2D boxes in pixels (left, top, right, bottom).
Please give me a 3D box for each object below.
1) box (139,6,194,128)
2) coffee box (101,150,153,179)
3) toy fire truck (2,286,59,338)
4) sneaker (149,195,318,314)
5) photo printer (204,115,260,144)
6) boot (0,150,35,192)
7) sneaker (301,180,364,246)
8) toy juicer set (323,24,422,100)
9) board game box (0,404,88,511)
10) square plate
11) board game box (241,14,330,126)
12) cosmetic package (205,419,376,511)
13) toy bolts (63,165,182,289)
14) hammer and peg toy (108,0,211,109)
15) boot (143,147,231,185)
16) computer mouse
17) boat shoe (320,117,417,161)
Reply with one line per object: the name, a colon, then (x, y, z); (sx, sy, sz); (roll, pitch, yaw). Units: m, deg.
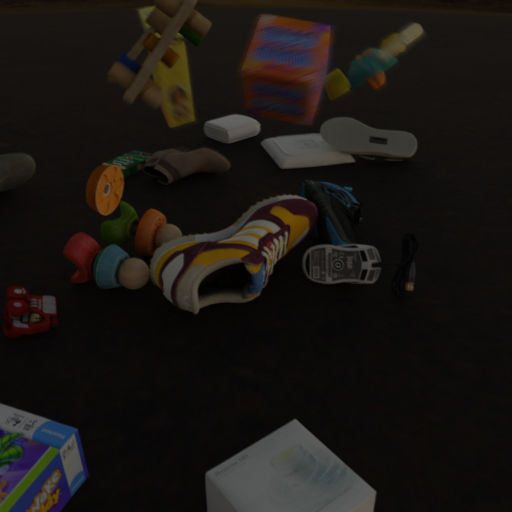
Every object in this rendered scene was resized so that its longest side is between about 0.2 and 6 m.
box: (-1.639, -3.497, 10.538); (0.581, 2.319, 0.873); (-20, 69, -9)
coffee box: (-3.249, -2.361, 14.365); (0.776, 0.278, 1.262); (17, 34, 27)
toy fire truck: (-3.463, 0.884, 8.644); (0.782, 0.522, 0.931); (7, 26, -26)
sneaker: (-0.035, 0.040, 9.429); (3.301, 1.237, 1.487); (-26, 39, -24)
photo printer: (-0.661, -3.799, 16.626); (1.402, 0.487, 1.167); (-25, 38, -35)
boot: (-5.962, -1.347, 12.239); (2.689, 0.910, 1.756); (-24, 43, -24)
sneaker: (1.640, -0.852, 11.039); (1.141, 1.020, 2.786); (-3, 30, -4)
toy juicer set: (2.706, -4.124, 12.022); (1.771, 0.758, 2.785); (-36, 14, -12)
board game box: (-3.882, 2.385, 5.719); (3.439, 0.770, 2.312); (11, 32, 18)
square plate: (1.372, -2.944, 15.364); (2.084, 0.299, 2.103); (-8, 31, -12)
board game box: (0.635, -3.812, 11.582); (1.442, 1.442, 1.443); (14, 70, 9)
cosmetic package: (0.319, 2.483, 5.589); (1.204, 0.742, 1.208); (-21, 35, -32)
toy bolts: (-2.234, -0.376, 9.707); (1.395, 1.921, 2.011); (15, 51, 13)
hammer and peg toy: (-1.245, -2.581, 7.085); (0.686, 1.432, 1.946); (32, 12, -20)
boot: (-1.767, -2.171, 13.801); (1.906, 0.670, 1.394); (17, 41, 28)
computer mouse: (1.765, 0.115, 9.604); (1.942, 1.065, 0.426); (3, 7, 20)
boat shoe: (2.938, -2.976, 14.874); (2.546, 0.900, 0.811); (15, -7, 9)
